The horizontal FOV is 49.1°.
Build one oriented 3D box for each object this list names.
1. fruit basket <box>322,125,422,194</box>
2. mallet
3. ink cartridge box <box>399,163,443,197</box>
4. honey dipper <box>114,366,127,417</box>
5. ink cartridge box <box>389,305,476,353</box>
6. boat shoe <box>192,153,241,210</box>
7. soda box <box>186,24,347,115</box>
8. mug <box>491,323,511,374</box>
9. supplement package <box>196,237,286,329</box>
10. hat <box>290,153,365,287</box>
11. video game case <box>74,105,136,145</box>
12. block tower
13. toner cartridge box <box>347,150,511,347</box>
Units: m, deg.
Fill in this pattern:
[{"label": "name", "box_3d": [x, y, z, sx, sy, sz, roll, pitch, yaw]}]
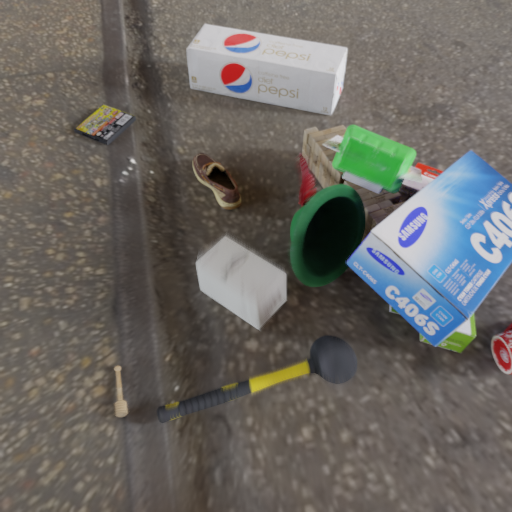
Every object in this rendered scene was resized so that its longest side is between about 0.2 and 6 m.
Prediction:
[{"label": "fruit basket", "box_3d": [2.201, -1.778, 10.480, 1.836, 0.929, 1.983, 24, 15, 8]}, {"label": "mallet", "box_3d": [0.040, 1.938, 8.377, 3.109, 1.024, 0.640, -18, 90, -10]}, {"label": "ink cartridge box", "box_3d": [3.654, -1.608, 11.868, 0.890, 0.312, 1.095, 25, 59, 20]}, {"label": "honey dipper", "box_3d": [-2.155, 2.114, 8.826, 0.168, 0.168, 0.885, -11, 46, -9]}, {"label": "ink cartridge box", "box_3d": [2.846, 0.878, 9.383, 1.438, 0.545, 1.063, 16, 47, 0]}, {"label": "boat shoe", "box_3d": [-0.833, -1.710, 11.708, 0.619, 0.618, 1.717, -21, 53, -17]}, {"label": "soda box", "box_3d": [0.248, -4.597, 13.758, 3.723, 1.185, 1.268, 14, 51, 12]}, {"label": "mug", "box_3d": [4.474, 1.470, 9.116, 1.175, 1.043, 0.784, -13, 87, -6]}, {"label": "supplement package", "box_3d": [-0.256, 0.456, 9.768, 1.393, 0.817, 0.814, 31, 59, 24]}, {"label": "hat", "box_3d": [0.772, -0.654, 10.496, 2.230, 1.847, 1.963, -23, 32, -37]}, {"label": "video game case", "box_3d": [-3.550, -3.095, 13.186, 0.983, 0.139, 1.088, 23, 55, 18]}, {"label": "block tower", "box_3d": [2.006, -1.431, 11.325, 0.911, 0.851, 3.150, -18, 53, -16]}, {"label": "toner cartridge box", "box_3d": [3.387, -0.336, 9.531, 1.887, 0.857, 3.972, 43, 47, 13]}]
